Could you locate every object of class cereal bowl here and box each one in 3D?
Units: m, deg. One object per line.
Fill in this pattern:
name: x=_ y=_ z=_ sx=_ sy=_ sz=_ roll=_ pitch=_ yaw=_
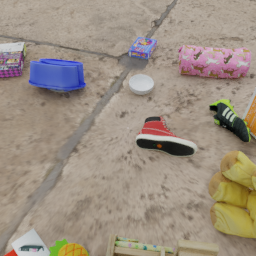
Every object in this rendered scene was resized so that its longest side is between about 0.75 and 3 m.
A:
cereal bowl: x=0.497 y=-1.605 z=10.729 sx=0.955 sy=0.398 sz=0.955 roll=3 pitch=50 yaw=-3

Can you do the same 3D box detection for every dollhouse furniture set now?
dollhouse furniture set: x=-0.143 y=2.373 z=5.058 sx=2.896 sy=2.561 sz=1.610 roll=6 pitch=43 yaw=5

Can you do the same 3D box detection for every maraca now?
maraca: x=-1.282 y=2.776 z=6.130 sx=0.930 sy=0.498 sz=0.638 roll=21 pitch=28 yaw=20

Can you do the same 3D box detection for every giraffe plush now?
giraffe plush: x=3.456 y=1.644 z=6.416 sx=2.091 sy=2.225 sz=2.578 roll=-10 pitch=37 yaw=-35

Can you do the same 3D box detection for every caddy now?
caddy: x=-2.669 y=-1.921 z=10.599 sx=2.177 sy=1.143 sz=1.539 roll=8 pitch=22 yaw=8

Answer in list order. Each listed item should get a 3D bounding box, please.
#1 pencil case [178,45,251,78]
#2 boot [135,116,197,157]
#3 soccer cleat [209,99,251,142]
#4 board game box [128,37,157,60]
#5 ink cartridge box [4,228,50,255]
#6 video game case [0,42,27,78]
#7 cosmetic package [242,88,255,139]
pencil case: x=3.432 y=-2.716 z=11.386 sx=2.804 sy=1.161 sz=1.213 roll=4 pitch=37 yaw=6
boot: x=1.304 y=0.160 z=8.769 sx=1.862 sy=0.674 sz=1.343 roll=12 pitch=44 yaw=17
soccer cleat: x=3.323 y=-0.197 z=9.209 sx=0.809 sy=0.674 sz=1.996 roll=-18 pitch=42 yaw=3
board game box: x=0.697 y=-3.740 z=13.046 sx=0.943 sy=0.314 sz=1.403 roll=15 pitch=46 yaw=15
ink cartridge box: x=-2.214 y=2.990 z=6.081 sx=1.069 sy=0.268 sz=1.232 roll=-31 pitch=52 yaw=-30
video game case: x=-5.792 y=-2.910 z=12.078 sx=2.525 sy=0.452 sz=2.288 roll=-7 pitch=44 yaw=-7
cosmetic package: x=4.787 y=0.140 z=8.106 sx=1.057 sy=1.505 sz=2.967 roll=-12 pitch=44 yaw=-19
